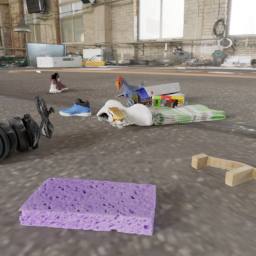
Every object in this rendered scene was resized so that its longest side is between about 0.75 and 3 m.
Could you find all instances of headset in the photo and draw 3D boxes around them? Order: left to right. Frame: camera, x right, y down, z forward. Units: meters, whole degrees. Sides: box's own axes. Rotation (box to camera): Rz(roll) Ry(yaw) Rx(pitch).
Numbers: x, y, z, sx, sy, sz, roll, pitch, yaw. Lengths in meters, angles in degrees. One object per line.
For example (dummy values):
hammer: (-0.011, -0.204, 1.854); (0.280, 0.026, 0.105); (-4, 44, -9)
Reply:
headset: (-2.724, 0.036, 6.399); (2.713, 1.275, 1.676); (-4, 12, 33)

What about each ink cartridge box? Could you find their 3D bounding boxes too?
ink cartridge box: (0.995, -1.589, 12.965); (2.978, 0.552, 1.410); (-12, -2, -42)

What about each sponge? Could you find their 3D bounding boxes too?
sponge: (-0.526, 1.136, 4.264); (1.868, 0.279, 1.042); (2, 16, 7)

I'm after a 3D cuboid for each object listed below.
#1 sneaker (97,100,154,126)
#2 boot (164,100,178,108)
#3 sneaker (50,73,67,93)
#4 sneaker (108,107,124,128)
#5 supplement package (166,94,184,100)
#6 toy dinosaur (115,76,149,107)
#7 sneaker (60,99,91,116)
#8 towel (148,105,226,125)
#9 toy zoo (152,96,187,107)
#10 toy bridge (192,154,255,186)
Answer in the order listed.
sneaker: (-0.099, -0.333, 9.173); (2.075, 0.773, 0.904); (10, 38, 35)
boot: (1.742, -0.995, 11.189); (0.381, 0.294, 0.786); (10, 19, 26)
sneaker: (-4.189, -2.792, 16.993); (0.757, 1.156, 2.002); (1, 15, 2)
sneaker: (-0.387, -0.333, 8.590); (0.391, 0.470, 1.043); (-5, 21, -15)
supplement package: (2.180, -1.330, 12.970); (0.769, 0.451, 0.449); (-10, 18, -33)
toy dinosaur: (0.006, -1.125, 9.809); (0.912, 1.576, 1.737); (-51, 23, -22)
sneaker: (-2.007, -0.799, 10.624); (1.184, 0.659, 0.455); (2, 15, 7)
towel: (1.911, -0.632, 10.483); (2.764, 0.424, 2.062); (-5, 17, -18)
toy zoo: (1.745, -1.095, 11.753); (1.466, 0.150, 0.962); (1, -18, 5)
toy bridge: (2.104, 0.877, 5.227); (0.651, 0.263, 1.935); (-9, 18, -30)
